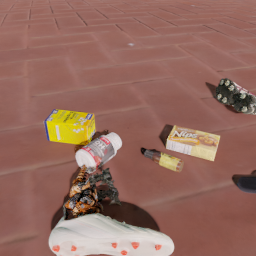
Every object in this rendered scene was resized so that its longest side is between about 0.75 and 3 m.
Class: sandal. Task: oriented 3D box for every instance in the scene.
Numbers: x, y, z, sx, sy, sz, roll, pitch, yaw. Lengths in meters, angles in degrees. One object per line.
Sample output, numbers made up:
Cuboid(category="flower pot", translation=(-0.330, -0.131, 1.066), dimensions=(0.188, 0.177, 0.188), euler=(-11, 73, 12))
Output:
Cuboid(category="sandal", translation=(3.944, 1.560, 7.761), dimensions=(1.683, 0.360, 0.640), euler=(-1, 34, -1))

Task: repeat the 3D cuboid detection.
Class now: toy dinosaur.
Cuboid(category="toy dinosaur", translation=(-1.016, 1.653, 7.173), dimensions=(1.422, 1.070, 2.096), euler=(-19, 56, -1))

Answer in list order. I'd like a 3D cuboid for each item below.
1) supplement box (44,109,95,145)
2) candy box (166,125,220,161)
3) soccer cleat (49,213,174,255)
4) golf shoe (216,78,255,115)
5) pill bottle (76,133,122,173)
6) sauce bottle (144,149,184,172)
Cuboid(category="supplement box", translation=(-1.983, -0.035, 9.684), dimensions=(1.513, 0.829, 0.824), euler=(6, 35, 8))
Cuboid(category="candy box", translation=(2.157, 0.473, 9.288), dimensions=(1.577, 0.436, 0.910), euler=(14, 37, 19))
Cuboid(category="soccer cleat", translation=(-0.370, 2.345, 6.165), dimensions=(2.714, 0.940, 1.053), euler=(0, 32, 5))
Cuboid(category="golf shoe", translation=(4.602, -1.224, 11.592), dimensions=(1.126, 0.987, 2.556), euler=(12, 27, -26))
Cuboid(category="pill bottle", translation=(-0.853, 0.708, 8.641), dimensions=(0.780, 0.780, 1.408), euler=(24, 41, 31))
Cuboid(category="sauce bottle", translation=(1.085, 0.972, 8.594), dimensions=(1.237, 0.408, 0.408), euler=(20, 39, 25))
